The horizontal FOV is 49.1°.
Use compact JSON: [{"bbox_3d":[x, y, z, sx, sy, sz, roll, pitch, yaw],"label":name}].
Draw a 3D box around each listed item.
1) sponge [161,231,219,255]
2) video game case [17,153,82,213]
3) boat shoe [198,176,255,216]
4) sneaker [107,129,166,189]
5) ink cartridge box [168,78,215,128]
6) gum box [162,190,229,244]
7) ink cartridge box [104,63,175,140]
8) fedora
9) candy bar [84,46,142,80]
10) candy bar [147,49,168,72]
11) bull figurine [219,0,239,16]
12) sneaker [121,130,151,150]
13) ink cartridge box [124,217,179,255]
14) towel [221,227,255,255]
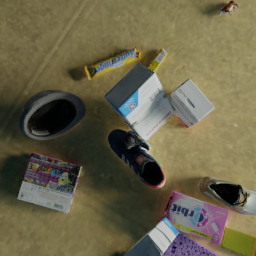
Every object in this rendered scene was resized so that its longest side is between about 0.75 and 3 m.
[{"bbox_3d":[2.254,4.804,10.429,2.227,0.332,1.242,31,84,4],"label":"sponge"},{"bbox_3d":[-2.981,2.084,10.727,2.014,0.361,1.826,15,84,2],"label":"video game case"},{"bbox_3d":[4.025,2.590,10.375,2.763,0.945,1.033,17,84,2],"label":"boat shoe"},{"bbox_3d":[0.359,1.080,10.420,2.872,1.214,1.077,43,85,5],"label":"sneaker"},{"bbox_3d":[2.212,-0.838,10.292,0.799,1.896,1.372,-39,85,-4],"label":"ink cartridge box"},{"bbox_3d":[2.432,3.261,10.404,2.212,0.731,1.255,19,84,2],"label":"gum box"},{"bbox_3d":[0.497,-0.838,10.045,1.703,2.326,0.999,-45,51,-5],"label":"ink cartridge box"},{"bbox_3d":[-2.914,-0.668,10.476,2.450,2.167,1.106,-35,55,0],"label":"fedora"},{"bbox_3d":[-0.596,-2.644,11.335,2.386,0.264,0.595,-23,84,-2],"label":"candy bar"},{"bbox_3d":[1.064,-2.539,11.358,0.407,0.181,1.632,36,84,0],"label":"candy bar"},{"bbox_3d":[4.161,-4.914,11.590,0.514,0.276,0.847,45,86,3],"label":"bull figurine"},{"bbox_3d":[0.282,0.612,10.280,1.090,0.411,0.620,36,68,12],"label":"sneaker"},{"bbox_3d":[0.678,3.266,7.863,0.626,1.485,1.074,48,109,17],"label":"ink cartridge box"},{"bbox_3d":[4.454,4.399,10.587,1.781,0.161,0.766,18,79,3],"label":"towel"}]
